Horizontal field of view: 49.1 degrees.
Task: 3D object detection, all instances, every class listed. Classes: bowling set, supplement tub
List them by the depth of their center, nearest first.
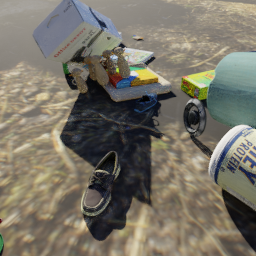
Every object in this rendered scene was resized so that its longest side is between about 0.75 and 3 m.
[{"bbox_3d":[2.849,0.972,5.631,1.464,1.464,2.020,-24,40,-32],"label":"supplement tub"},{"bbox_3d":[-1.113,-2.389,10.477,2.223,1.193,1.547,-21,39,-1],"label":"bowling set"}]

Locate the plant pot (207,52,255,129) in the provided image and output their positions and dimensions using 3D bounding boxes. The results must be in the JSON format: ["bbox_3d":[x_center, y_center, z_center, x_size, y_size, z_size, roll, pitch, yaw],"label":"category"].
[{"bbox_3d":[3.584,-0.741,6.912,2.652,2.652,2.597,-25,33,-32],"label":"plant pot"}]

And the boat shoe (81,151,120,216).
[{"bbox_3d":[-0.608,1.150,6.205,0.626,0.554,1.710,7,34,10],"label":"boat shoe"}]

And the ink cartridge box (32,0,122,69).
[{"bbox_3d":[-1.809,-3.439,10.634,1.170,2.028,2.795,60,24,11],"label":"ink cartridge box"}]

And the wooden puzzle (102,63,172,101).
[{"bbox_3d":[0.115,-1.960,10.972,2.389,0.481,2.583,-12,36,-17],"label":"wooden puzzle"}]

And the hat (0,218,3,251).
[{"bbox_3d":[-2.700,1.814,4.842,1.085,0.955,0.899,-18,38,-25],"label":"hat"}]

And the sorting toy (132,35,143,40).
[{"bbox_3d":[0.556,-5.224,16.249,0.447,0.108,0.794,-31,44,-32],"label":"sorting toy"}]

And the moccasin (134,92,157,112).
[{"bbox_3d":[0.662,-0.936,9.481,0.492,0.417,1.224,17,37,24],"label":"moccasin"}]

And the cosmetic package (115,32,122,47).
[{"bbox_3d":[-1.600,-4.912,15.331,2.350,0.595,0.970,6,33,10],"label":"cosmetic package"}]

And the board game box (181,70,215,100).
[{"bbox_3d":[3.179,-1.699,10.547,2.127,0.506,1.081,-16,37,-23],"label":"board game box"}]

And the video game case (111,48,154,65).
[{"bbox_3d":[0.164,-3.413,13.424,1.617,0.196,1.776,16,37,22],"label":"video game case"}]

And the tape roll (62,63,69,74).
[{"bbox_3d":[-2.634,-2.715,11.784,0.202,0.842,0.842,-5,34,-8],"label":"tape roll"}]

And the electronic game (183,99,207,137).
[{"bbox_3d":[1.856,-0.285,7.816,0.223,1.071,1.071,-4,33,-19],"label":"electronic game"}]
